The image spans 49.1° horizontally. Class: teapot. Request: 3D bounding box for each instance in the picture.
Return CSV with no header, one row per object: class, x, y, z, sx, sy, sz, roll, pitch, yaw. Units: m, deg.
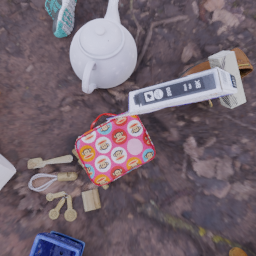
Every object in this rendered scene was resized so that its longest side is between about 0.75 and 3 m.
teapot,-0.775,-2.365,8.371,2.245,1.661,2.275,-28,75,-8

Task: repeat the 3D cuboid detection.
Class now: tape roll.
tape roll,-4.164,0.562,6.739,2.877,2.877,1.006,36,74,11

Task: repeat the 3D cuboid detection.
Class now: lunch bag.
lunch bag,-0.397,0.431,7.396,1.910,0.782,1.682,-26,89,-3

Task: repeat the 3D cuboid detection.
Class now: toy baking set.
toy baking set,-1.737,1.472,7.804,1.804,0.273,2.350,-36,75,-11

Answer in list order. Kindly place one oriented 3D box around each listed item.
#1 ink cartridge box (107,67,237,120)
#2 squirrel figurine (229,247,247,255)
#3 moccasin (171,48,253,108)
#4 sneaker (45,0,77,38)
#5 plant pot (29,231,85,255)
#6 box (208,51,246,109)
ink cartridge box,0.996,-0.692,5.935,2.281,2.259,0.495,-13,91,27
squirrel figurine,4.155,4.037,6.346,2.632,1.995,2.820,-7,86,-13
moccasin,2.460,-1.361,8.429,2.920,1.068,1.127,-25,64,-18
sneaker,-2.360,-3.945,9.483,0.982,0.835,2.153,-2,67,16
plant pot,-1.700,3.162,6.783,1.110,0.998,1.110,17,84,7
box,2.686,-1.307,7.572,0.500,0.600,1.462,-25,109,-4
